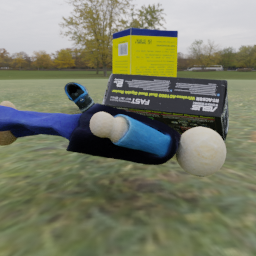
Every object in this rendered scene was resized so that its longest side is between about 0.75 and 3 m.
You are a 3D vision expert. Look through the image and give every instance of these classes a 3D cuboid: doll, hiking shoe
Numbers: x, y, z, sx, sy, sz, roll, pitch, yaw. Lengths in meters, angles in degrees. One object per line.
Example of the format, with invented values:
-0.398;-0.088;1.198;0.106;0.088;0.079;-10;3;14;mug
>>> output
-0.287;0.065;3.292;2.778;0.673;1.895;7;-2;9;doll
-1.855;-1.347;10.023;0.766;0.893;2.060;-41;40;-8;hiking shoe

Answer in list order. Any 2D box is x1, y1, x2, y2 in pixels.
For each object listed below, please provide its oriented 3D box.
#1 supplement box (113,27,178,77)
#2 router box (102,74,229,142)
0.410;-1.346;7.623;1.335;2.453;1.343;-4;13;-22;supplement box
0.815;-0.361;5.444;2.149;0.668;1.610;7;-14;22;router box
